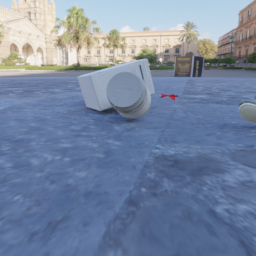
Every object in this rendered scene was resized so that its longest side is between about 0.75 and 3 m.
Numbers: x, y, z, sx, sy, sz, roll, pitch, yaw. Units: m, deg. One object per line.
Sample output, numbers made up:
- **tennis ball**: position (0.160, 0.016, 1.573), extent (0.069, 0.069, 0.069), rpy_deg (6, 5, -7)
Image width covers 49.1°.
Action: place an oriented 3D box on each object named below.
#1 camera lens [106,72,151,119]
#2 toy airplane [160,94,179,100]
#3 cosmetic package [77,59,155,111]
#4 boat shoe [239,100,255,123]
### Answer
- **camera lens**: position (0.053, -1.037, 9.192), extent (1.265, 1.265, 1.582), rpy_deg (3, -10, 13)
- **toy airplane**: position (1.691, -1.317, 11.526), extent (0.798, 0.147, 0.798), rpy_deg (0, 23, 0)
- **cosmetic package**: position (-0.586, -1.842, 11.967), extent (2.476, 1.522, 2.468), rpy_deg (-18, 14, -18)
- **boat shoe**: position (3.784, -0.466, 8.122), extent (1.664, 0.497, 0.595), rpy_deg (20, -38, -26)
